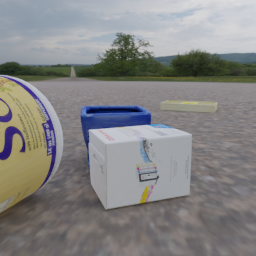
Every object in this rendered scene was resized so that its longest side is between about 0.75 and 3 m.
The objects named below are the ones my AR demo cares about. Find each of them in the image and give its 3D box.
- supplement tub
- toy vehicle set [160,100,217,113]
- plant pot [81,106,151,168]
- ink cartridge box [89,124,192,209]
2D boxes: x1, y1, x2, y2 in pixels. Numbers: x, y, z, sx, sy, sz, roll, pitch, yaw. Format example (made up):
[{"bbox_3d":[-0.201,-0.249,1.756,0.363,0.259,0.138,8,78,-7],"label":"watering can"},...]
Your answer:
[{"bbox_3d":[-1.848,0.289,2.725,1.571,1.571,2.161,4,13,20],"label":"supplement tub"},{"bbox_3d":[2.649,-0.959,12.088,2.247,0.298,1.396,5,12,22],"label":"toy vehicle set"},{"bbox_3d":[-0.237,0.157,4.807,1.109,0.997,1.109,-2,12,-9],"label":"plant pot"},{"bbox_3d":[0.125,0.449,3.744,1.156,0.836,0.851,-4,12,-20],"label":"ink cartridge box"}]
